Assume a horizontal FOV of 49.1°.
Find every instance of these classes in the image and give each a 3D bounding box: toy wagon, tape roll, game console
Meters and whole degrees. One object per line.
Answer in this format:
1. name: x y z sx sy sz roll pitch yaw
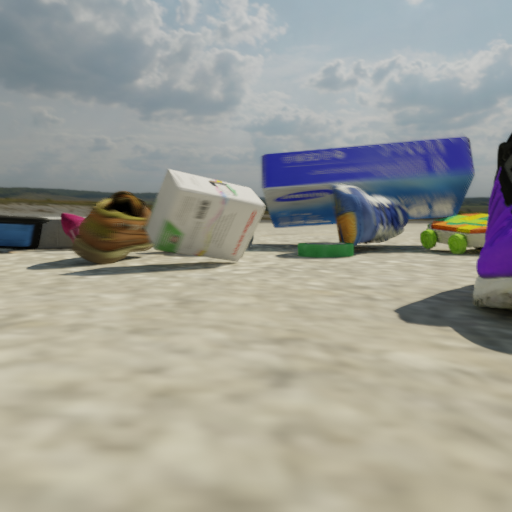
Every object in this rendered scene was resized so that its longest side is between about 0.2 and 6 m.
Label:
1. toy wagon: 3.936 -0.477 10.580 1.696 0.432 2.186 -12 13 -23
2. tape roll: 1.165 -0.104 9.420 0.934 0.224 0.934 0 5 0
3. game console: -4.535 -0.421 10.404 1.144 0.666 1.006 1 5 -33

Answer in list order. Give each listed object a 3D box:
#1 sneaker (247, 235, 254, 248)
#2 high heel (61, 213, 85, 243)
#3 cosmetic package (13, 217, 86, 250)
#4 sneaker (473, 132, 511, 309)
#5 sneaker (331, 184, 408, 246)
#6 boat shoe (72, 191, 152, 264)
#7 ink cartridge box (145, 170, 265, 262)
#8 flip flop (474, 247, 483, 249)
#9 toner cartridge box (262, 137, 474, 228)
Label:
1. sneaker: -0.798 -0.409 10.211 1.949 0.756 0.841 4 1 33
2. high heel: -3.202 -0.590 11.577 1.689 0.810 0.569 -15 -19 -47
3. cosmetic package: -4.275 -0.485 11.619 1.556 0.702 0.831 1 6 -31
4. sneaker: 2.332 -0.438 4.457 1.110 1.588 3.192 2 4 20
5. sneaker: 2.203 -0.816 10.743 1.397 1.193 3.169 -8 0 9
6. boat shoe: -1.955 -0.549 8.631 0.847 0.801 2.355 24 17 -2
7. ink cartridge box: -0.698 -0.524 7.682 1.338 0.969 0.562 8 31 -34
8. flip flop: 5.447 -0.593 11.706 2.887 0.831 1.171 -7 4 -40
9. toner cartridge box: 2.420 -1.571 12.669 4.364 0.942 2.073 -4 -23 8
